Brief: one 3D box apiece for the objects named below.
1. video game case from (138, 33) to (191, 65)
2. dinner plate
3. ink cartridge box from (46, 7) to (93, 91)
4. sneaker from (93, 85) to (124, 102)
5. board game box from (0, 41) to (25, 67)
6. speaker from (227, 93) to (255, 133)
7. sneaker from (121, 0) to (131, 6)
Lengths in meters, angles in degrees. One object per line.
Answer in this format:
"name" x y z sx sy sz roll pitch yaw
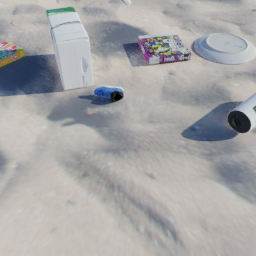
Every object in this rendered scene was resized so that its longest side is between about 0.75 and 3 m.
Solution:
"video game case" 1.262 -2.876 10.036 1.512 0.299 1.668 -8 45 -8
"dinner plate" 3.580 -3.011 10.224 2.252 0.273 2.252 1 45 -1
"ink cartridge box" -1.812 -2.494 8.681 0.943 1.633 2.245 -13 46 -13
"sneaker" -0.552 -0.973 8.053 0.883 0.339 0.491 1 35 -8
"board game box" -4.743 -2.275 9.442 1.079 0.339 2.259 31 55 29
"speaker" 3.356 -0.519 7.359 1.669 0.678 0.678 -31 52 -28
"sneaker" -0.098 -4.314 8.443 0.600 1.204 0.451 -27 38 1
